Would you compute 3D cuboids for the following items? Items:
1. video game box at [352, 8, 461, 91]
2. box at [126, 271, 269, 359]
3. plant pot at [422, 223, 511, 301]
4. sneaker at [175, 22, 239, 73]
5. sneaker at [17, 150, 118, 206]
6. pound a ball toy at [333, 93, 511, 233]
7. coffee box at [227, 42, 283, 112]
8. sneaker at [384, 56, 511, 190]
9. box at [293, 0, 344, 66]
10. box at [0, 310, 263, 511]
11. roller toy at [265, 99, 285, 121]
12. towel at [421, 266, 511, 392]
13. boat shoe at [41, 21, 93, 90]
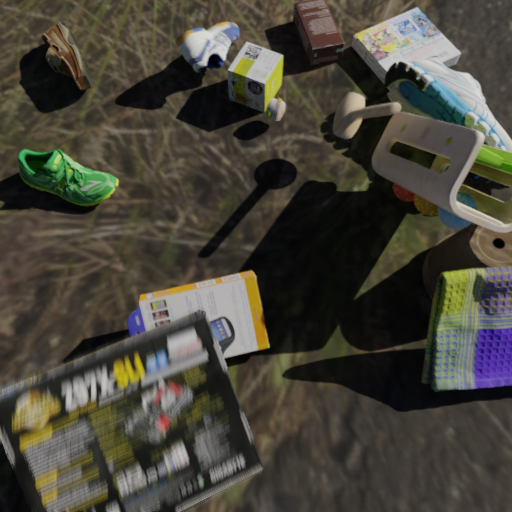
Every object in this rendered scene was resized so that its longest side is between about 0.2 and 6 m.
[{"bbox_3d":[3.030,-4.197,11.408,1.627,0.381,1.482,-27,70,-12],"label":"video game box"},{"bbox_3d":[-0.891,1.025,8.502,2.004,0.416,1.193,-11,104,-4],"label":"box"},{"bbox_3d":[3.554,0.090,8.784,1.559,1.353,1.559,0,63,0],"label":"plant pot"},{"bbox_3d":[-0.861,-4.105,11.145,1.797,0.676,0.792,-39,105,-45],"label":"sneaker"},{"bbox_3d":[-3.359,-1.398,9.822,1.850,0.773,0.685,13,64,6],"label":"sneaker"},{"bbox_3d":[2.498,-1.465,8.775,2.080,3.190,1.355,19,105,-18],"label":"pound a ball toy"},{"bbox_3d":[-0.009,-3.429,10.791,0.801,0.808,0.810,24,66,11],"label":"coffee box"},{"bbox_3d":[3.854,-2.604,10.203,1.350,1.168,3.115,-29,73,-23],"label":"sneaker"},{"bbox_3d":[1.272,-4.631,11.561,0.687,0.514,1.371,-12,63,-6],"label":"box"},{"bbox_3d":[-1.626,2.311,7.381,2.898,0.715,2.314,-22,92,-16],"label":"box"},{"bbox_3d":[0.374,-2.740,10.518,0.286,0.373,0.409,25,99,12],"label":"roller toy"},{"bbox_3d":[3.849,1.067,8.115,2.728,0.311,1.959,0,108,-6],"label":"towel"},{"bbox_3d":[-3.793,-3.911,11.159,0.683,0.700,1.850,-26,59,-6],"label":"boat shoe"}]
